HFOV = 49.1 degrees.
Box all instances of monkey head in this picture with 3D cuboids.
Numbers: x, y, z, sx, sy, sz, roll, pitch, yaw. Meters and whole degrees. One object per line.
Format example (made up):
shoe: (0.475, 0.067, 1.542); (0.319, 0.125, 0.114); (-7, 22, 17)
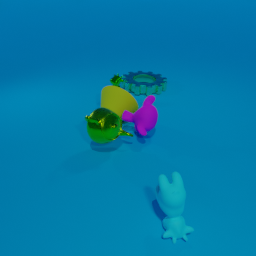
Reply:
monkey head: (0.362, -0.326, 8.089); (0.966, 0.809, 1.343); (21, 62, -9)

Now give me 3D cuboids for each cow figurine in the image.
cow figurine: (0.816, 1.431, 4.973); (0.578, 1.053, 1.036); (-10, 56, -6)
cow figurine: (-0.418, -1.523, 10.385); (0.497, 0.891, 0.905); (36, 7, 24)

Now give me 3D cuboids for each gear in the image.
gear: (0.680, -1.920, 11.792); (1.910, 0.353, 1.910); (2, 31, -1)

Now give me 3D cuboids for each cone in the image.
cone: (-0.559, -0.374, 8.774); (1.345, 1.345, 1.350); (15, 58, 25)

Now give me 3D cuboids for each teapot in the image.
teapot: (-0.520, -0.031, 7.297); (0.764, 0.970, 1.560); (7, -13, 46)
